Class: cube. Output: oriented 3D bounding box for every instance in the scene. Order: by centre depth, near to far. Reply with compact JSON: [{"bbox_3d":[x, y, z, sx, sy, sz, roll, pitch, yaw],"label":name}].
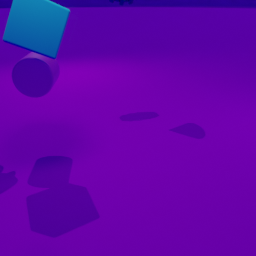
[{"bbox_3d":[-1.731,-1.897,5.214,0.920,0.920,0.920,15,10,-28],"label":"cube"}]

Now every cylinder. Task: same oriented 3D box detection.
[{"bbox_3d":[-2.035,-1.224,6.284,0.870,0.870,0.870,-1,25,-3],"label":"cylinder"}]

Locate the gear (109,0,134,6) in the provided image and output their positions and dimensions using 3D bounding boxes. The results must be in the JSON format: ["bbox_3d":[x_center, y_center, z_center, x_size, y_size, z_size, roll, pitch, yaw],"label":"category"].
[{"bbox_3d":[-0.251,-4.586,9.054,1.317,1.317,0.244,-8,-17,-16],"label":"gear"}]
